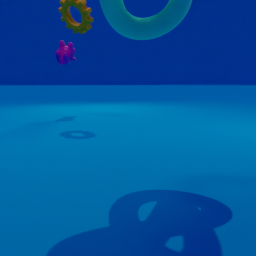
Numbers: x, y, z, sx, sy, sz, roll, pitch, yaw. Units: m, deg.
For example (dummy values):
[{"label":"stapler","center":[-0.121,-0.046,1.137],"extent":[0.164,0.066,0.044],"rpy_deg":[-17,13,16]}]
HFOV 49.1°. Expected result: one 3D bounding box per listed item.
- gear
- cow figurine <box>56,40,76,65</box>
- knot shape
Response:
[{"label":"gear","center":[-1.471,-3.187,7.889],"extent":[1.050,1.050,0.194],"rpy_deg":[6,42,34]},{"label":"cow figurine","center":[-2.324,-2.713,10.476],"extent":[0.626,1.141,1.122],"rpy_deg":[13,-31,-1]},{"label":"knot shape","center":[0.112,-2.000,3.535],"extent":[0.872,1.765,1.886],"rpy_deg":[6,43,50]}]
